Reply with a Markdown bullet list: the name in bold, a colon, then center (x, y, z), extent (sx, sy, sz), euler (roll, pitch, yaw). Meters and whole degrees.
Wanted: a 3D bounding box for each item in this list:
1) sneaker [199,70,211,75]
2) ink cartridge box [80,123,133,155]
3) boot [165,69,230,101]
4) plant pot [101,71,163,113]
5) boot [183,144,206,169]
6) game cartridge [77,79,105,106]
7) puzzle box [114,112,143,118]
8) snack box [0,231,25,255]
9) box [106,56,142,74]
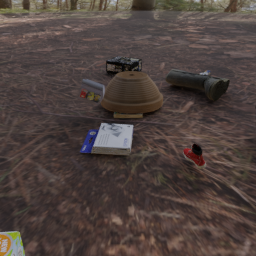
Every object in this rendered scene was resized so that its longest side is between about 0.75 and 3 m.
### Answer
- **sneaker**: center (3.812, -2.586, 13.715), extent (0.751, 0.283, 0.331), euler (-24, 43, -23)
- **ink cartridge box**: center (-0.582, 0.290, 8.186), extent (1.415, 0.287, 1.412), euler (2, 28, 3)
- **boot**: center (2.748, -1.937, 11.752), extent (2.513, 0.912, 2.285), euler (24, 21, 26)
- **plant pot**: center (0.148, -1.460, 10.511), extent (2.397, 1.106, 2.397), euler (1, 25, 0)
- **boot**: center (1.624, 0.568, 7.028), extent (0.306, 0.609, 0.844), euler (-26, 27, -11)
- **game cartridge**: center (-1.189, -1.122, 9.130), extent (0.799, 1.200, 0.245), euler (15, 65, -11)
- **puzzle box**: center (0.015, -0.561, 9.970), extent (1.015, 0.129, 0.675), euler (0, 27, 1)
- **snack box**: center (-3.109, 2.442, 3.546), extent (2.989, 0.792, 2.126), euler (-2, 28, -3)
- **box**: center (-0.203, -3.204, 14.426), extent (1.486, 0.640, 1.217), euler (13, 31, 24)
